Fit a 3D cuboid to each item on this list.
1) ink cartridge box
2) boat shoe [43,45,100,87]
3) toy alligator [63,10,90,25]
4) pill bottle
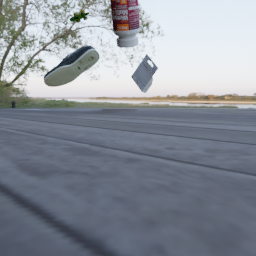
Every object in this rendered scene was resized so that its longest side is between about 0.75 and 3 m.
[{"bbox_3d":[0.839,-2.520,12.993,0.399,1.399,1.137,7,42,-46],"label":"ink cartridge box"},{"bbox_3d":[-2.150,-2.308,10.430,2.262,0.765,0.812,-34,-35,-3],"label":"boat shoe"},{"bbox_3d":[-1.880,-4.040,10.224,1.057,0.350,0.254,-14,38,11],"label":"toy alligator"},{"bbox_3d":[-0.063,-3.113,8.061,0.793,1.447,0.793,-4,28,2],"label":"pill bottle"}]
